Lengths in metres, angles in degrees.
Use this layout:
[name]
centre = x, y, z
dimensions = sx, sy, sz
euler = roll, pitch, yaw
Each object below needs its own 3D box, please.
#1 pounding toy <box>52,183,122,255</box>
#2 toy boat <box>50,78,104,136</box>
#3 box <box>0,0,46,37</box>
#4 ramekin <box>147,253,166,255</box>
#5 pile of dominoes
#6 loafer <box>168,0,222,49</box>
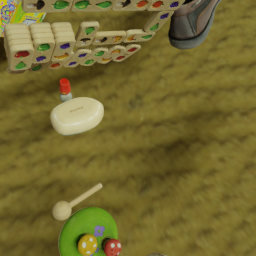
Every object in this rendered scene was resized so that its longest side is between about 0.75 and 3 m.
[pounding toy]
centre = -0.529, 1.610, 4.244
dimensions = 0.983, 0.591, 1.273
euler = -19, 97, -31
[toy boat]
centre = -1.028, -0.375, 5.339
dimensions = 1.013, 0.560, 1.205
euler = -18, 59, -20
[box]
centre = -2.368, -3.213, 5.795
dimensions = 1.375, 2.254, 2.171
euler = 32, 106, -12
[ramekin]
centre = 0.461, 2.558, 3.486
dimensions = 0.804, 1.726, 1.726
euler = 28, 76, -14
[pile of dominoes]
centre = -0.575, -1.315, 4.488
dimensions = 2.578, 2.009, 0.410
euler = -13, 80, -27
[loafer]
centre = 1.439, -2.945, 5.787
dimensions = 1.053, 0.922, 2.928
euler = 4, 59, 25
